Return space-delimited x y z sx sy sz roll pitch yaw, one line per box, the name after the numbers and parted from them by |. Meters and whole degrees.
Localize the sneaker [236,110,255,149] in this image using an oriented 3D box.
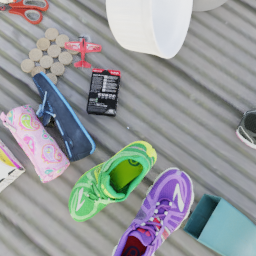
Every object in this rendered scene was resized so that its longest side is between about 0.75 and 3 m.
4.152 0.136 6.861 2.734 1.180 1.098 15 77 4 | sneaker

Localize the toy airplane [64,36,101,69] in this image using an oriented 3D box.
-1.246 -2.099 7.849 1.041 0.191 1.041 3 76 -11 | toy airplane

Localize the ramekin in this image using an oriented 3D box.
0.557 -2.985 6.631 1.230 2.524 2.524 14 77 28 | ramekin

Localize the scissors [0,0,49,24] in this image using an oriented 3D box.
-3.499 -3.558 8.221 2.310 0.161 0.845 9 80 3 | scissors

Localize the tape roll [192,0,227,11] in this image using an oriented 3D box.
2.041 -4.765 8.067 2.619 0.865 2.619 0 77 -2 | tape roll

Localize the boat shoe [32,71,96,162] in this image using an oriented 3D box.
-1.798 -0.293 7.040 0.859 1.053 2.503 -34 78 -6 | boat shoe

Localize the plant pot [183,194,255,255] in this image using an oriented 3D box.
2.293 2.421 6.477 1.497 1.058 1.058 35 80 -1 | plant pot

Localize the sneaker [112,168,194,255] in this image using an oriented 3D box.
0.567 2.075 5.983 1.069 1.107 2.653 30 80 14 | sneaker

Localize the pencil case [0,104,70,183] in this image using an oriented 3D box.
-2.302 0.362 6.957 0.878 0.878 2.009 -36 83 -7 | pencil case

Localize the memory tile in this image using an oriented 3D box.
-2.167 -1.998 7.868 1.179 0.129 1.538 32 80 7 | memory tile

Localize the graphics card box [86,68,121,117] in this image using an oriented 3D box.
-0.645 -0.953 7.540 0.780 0.316 1.243 6 77 1 | graphics card box

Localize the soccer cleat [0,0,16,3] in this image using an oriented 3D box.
-3.338 -4.677 8.167 0.839 0.750 2.163 23 81 7 | soccer cleat

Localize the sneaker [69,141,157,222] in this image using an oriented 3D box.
-0.501 1.267 6.402 2.626 1.098 0.973 -43 91 16 | sneaker

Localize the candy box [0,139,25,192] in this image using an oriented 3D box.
-3.839 1.201 6.904 2.062 0.629 1.406 -43 80 -9 | candy box
